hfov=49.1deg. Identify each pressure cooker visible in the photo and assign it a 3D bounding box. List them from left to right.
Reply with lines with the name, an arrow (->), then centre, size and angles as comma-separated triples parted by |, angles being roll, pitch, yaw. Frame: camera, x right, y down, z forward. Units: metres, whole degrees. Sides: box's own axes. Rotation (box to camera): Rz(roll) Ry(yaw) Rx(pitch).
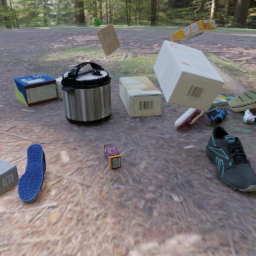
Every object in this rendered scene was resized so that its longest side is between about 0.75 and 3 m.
pressure cooker -> -1.662, -1.519, 11.501 | 2.085, 2.334, 2.053 | -5, 26, -9

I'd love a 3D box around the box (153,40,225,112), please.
box -> 1.603, -1.500, 7.852 | 1.242, 0.973, 1.996 | 11, 36, -16

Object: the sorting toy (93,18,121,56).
sorting toy -> -0.949, -4.037, 12.063 | 0.237, 1.609, 1.189 | -5, 30, 35

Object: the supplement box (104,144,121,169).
supplement box -> -0.486, 0.874, 8.693 | 0.345, 0.444, 0.805 | -8, 27, -16

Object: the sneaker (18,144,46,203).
sneaker -> -2.554, 1.315, 7.685 | 0.636, 0.706, 1.813 | -1, 47, -4

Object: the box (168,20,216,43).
box -> 2.245, -3.469, 10.210 | 0.964, 0.336, 1.619 | -21, 8, -42

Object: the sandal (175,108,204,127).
sandal -> 2.755, -0.590, 11.427 | 0.640, 1.060, 2.605 | 47, 39, 7

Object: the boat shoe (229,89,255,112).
boat shoe -> 5.987, -1.260, 12.535 | 2.854, 0.976, 1.067 | -21, 31, 4

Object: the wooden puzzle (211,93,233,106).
wooden puzzle -> 4.102, -1.434, 13.824 | 2.437, 0.171, 1.445 | -9, 27, -17

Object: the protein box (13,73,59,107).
protein box -> -4.520, -1.914, 13.789 | 1.571, 1.060, 1.560 | -19, 31, -34

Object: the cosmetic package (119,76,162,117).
cosmetic package -> 0.510, -1.556, 13.105 | 1.497, 1.012, 2.846 | -5, 26, -11

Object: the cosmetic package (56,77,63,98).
cosmetic package -> -2.823, -1.945, 14.029 | 1.733, 0.932, 0.735 | 15, 30, 25

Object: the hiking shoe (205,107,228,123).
hiking shoe -> 3.690, -0.472, 11.544 | 1.503, 0.652, 0.559 | -4, -19, -45

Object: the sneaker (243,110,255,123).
sneaker -> 5.142, -0.430, 11.593 | 0.629, 0.350, 0.900 | 14, 38, 23

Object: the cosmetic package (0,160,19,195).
cosmetic package -> -3.807, 1.251, 7.736 | 1.430, 0.645, 0.764 | 11, 27, 28

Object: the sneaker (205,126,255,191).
sneaker -> 2.959, 0.838, 8.161 | 0.954, 1.003, 2.530 | -3, 27, -11
